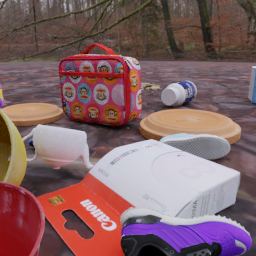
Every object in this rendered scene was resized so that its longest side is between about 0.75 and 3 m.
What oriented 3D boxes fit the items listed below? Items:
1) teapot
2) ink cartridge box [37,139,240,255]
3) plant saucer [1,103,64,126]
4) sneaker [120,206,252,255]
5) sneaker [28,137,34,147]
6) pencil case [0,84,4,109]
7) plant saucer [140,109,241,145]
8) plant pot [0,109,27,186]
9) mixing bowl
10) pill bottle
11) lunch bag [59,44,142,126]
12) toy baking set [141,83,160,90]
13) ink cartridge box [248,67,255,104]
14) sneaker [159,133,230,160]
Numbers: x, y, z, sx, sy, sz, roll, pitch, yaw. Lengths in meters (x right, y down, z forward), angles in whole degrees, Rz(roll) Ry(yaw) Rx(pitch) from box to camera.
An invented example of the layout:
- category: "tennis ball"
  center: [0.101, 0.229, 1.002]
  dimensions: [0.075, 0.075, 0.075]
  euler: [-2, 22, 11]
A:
- category: "teapot"
  center: [-1.309, 0.375, 5.210]
  dimensions: [1.053, 0.769, 1.040]
  euler: [7, -4, 36]
- category: "ink cartridge box"
  center: [0.105, 0.939, 4.536]
  dimensions: [2.653, 0.757, 2.156]
  euler: [-7, 18, -36]
- category: "plant saucer"
  center: [-3.499, -0.544, 9.995]
  dimensions: [2.324, 0.375, 2.324]
  euler: [-1, 17, 0]
- category: "sneaker"
  center: [0.661, 1.407, 3.144]
  dimensions: [1.557, 0.541, 0.774]
  euler: [7, 30, -2]
- category: "sneaker"
  center: [-2.116, 0.413, 6.793]
  dimensions: [0.792, 0.293, 0.326]
  euler: [2, 44, 21]
- category: "pencil case"
  center: [-6.399, -1.257, 11.012]
  dimensions: [2.875, 1.271, 1.271]
  euler: [-4, 17, -9]
- category: "plant saucer"
  center: [1.804, -0.102, 8.325]
  dimensions: [2.921, 0.471, 2.921]
  euler: [-1, 16, 0]
- category: "plant pot"
  center: [-2.337, 0.540, 4.335]
  dimensions: [1.819, 1.819, 1.291]
  euler: [2, -15, 6]
- category: "mixing bowl"
  center: [-1.619, 1.353, 2.201]
  dimensions: [1.983, 1.074, 1.983]
  euler: [-1, 20, 0]
- category: "pill bottle"
  center: [2.167, -1.459, 12.020]
  dimensions: [0.971, 0.971, 1.749]
  euler: [12, 21, 35]
- category: "lunch bag"
  center: [-0.915, -1.430, 9.043]
  dimensions: [2.825, 2.488, 1.157]
  euler: [8, 17, 32]
- category: "toy baking set"
  center: [0.991, -2.479, 16.775]
  dimensions: [2.066, 0.240, 1.585]
  euler: [-2, 17, -7]
- category: "ink cartridge box"
  center: [6.646, -1.896, 12.477]
  dimensions: [2.125, 1.537, 1.565]
  euler: [5, 17, 16]
- category: "sneaker"
  center: [1.511, 0.342, 6.563]
  dimensions: [1.624, 0.600, 0.665]
  euler: [2, 21, 6]
